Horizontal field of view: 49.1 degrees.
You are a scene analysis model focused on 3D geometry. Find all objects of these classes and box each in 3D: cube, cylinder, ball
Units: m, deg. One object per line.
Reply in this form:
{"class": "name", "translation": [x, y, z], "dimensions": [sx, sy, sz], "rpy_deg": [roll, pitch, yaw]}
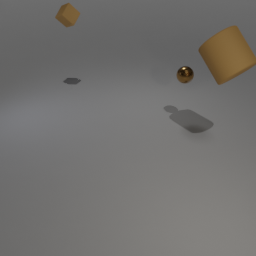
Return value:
{"class": "cube", "translation": [-2.735, -5.107, 12.708], "dimensions": [0.700, 0.700, 0.700], "rpy_deg": [11, 73, 48]}
{"class": "cylinder", "translation": [3.274, -2.367, 9.232], "dimensions": [1.400, 1.400, 1.400], "rpy_deg": [-28, -5, -3]}
{"class": "ball", "translation": [2.327, -2.161, 11.399], "dimensions": [0.700, 0.700, 0.700], "rpy_deg": [0, 31, 0]}
